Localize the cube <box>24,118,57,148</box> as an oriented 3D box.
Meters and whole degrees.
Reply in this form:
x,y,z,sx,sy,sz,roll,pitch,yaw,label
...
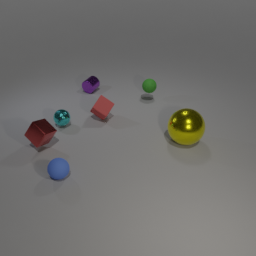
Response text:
x,y,z,sx,sy,sz,roll,pitch,yaw,label
-3.200,0.177,10.274,0.700,0.700,0.700,43,24,9,cube

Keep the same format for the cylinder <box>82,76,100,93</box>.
x,y,z,sx,sy,sz,roll,pitch,yaw,label
-1.941,-2.272,14.636,0.700,0.700,0.700,15,41,23,cylinder

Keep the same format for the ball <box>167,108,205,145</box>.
x,y,z,sx,sy,sz,roll,pitch,yaw,label
2.193,-0.045,10.560,1.400,1.400,1.400,0,32,0,ball

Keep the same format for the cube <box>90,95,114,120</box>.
x,y,z,sx,sy,sz,roll,pitch,yaw,label
-1.116,-0.877,12.086,0.700,0.700,0.700,34,72,-8,cube

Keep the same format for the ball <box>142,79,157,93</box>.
x,y,z,sx,sy,sz,roll,pitch,yaw,label
1.034,-2.036,13.548,0.700,0.700,0.700,0,32,0,ball

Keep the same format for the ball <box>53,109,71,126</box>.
x,y,z,sx,sy,sz,roll,pitch,yaw,label
-2.757,-0.434,11.694,0.700,0.700,0.700,0,32,0,ball

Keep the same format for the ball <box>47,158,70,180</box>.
x,y,z,sx,sy,sz,roll,pitch,yaw,label
-2.244,1.311,9.046,0.700,0.700,0.700,0,32,0,ball
